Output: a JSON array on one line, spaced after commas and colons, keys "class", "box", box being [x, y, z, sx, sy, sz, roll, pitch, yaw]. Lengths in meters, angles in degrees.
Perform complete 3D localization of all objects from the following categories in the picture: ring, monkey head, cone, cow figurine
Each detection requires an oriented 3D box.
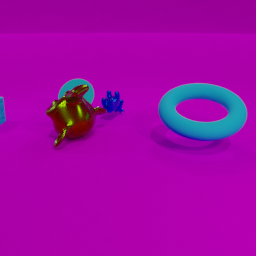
[{"class": "ring", "box": [1.765, -0.445, 6.741, 2.063, 0.413, 2.063, -3, 39, 2]}, {"class": "monkey head", "box": [-1.261, -0.378, 7.055, 1.403, 1.175, 1.951, -29, 8, 46]}, {"class": "cone", "box": [-1.440, -0.790, 8.703, 1.089, 1.089, 1.093, 4, -16, 10]}, {"class": "cow figurine", "box": [-0.467, -0.715, 8.843, 0.535, 0.960, 0.975, 10, 41, 19]}]

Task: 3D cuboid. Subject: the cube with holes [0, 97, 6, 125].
[{"class": "cube with holes", "box": [-4.124, -0.455, 8.102, 0.762, 0.762, 0.762, 5, 22, 3]}]
